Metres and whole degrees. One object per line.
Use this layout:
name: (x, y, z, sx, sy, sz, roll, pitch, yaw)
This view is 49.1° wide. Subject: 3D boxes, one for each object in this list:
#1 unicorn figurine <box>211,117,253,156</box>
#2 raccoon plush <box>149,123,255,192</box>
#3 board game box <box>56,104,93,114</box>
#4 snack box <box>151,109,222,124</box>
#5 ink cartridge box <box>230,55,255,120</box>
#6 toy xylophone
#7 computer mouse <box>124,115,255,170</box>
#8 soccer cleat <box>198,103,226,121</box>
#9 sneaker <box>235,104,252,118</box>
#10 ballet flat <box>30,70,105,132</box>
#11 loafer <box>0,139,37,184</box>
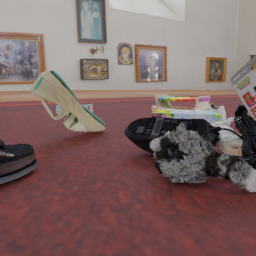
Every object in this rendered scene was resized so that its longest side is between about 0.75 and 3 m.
unicorn figurine: (1.874, 0.161, 5.372, 1.143, 0.614, 1.664, -5, 12, -3)
raccoon plush: (1.009, 0.524, 4.083, 1.568, 0.759, 1.051, 34, 5, 16)
board game box: (-2.250, -0.805, 11.874, 1.268, 0.408, 0.936, 3, 11, 16)
snack box: (1.488, -0.187, 7.538, 1.724, 0.583, 1.454, 3, 8, 5)
ink cartridge box: (2.982, -0.807, 5.254, 0.729, 1.527, 1.739, -24, -11, -19)
toy xylophone: (2.394, -1.186, 13.230, 2.762, 0.694, 2.023, 7, 12, 39)
computer mouse: (1.089, 0.357, 4.835, 2.419, 0.557, 1.698, -2, 26, 10)
soccer cleat: (2.709, -0.527, 9.481, 0.569, 0.637, 1.641, -4, 10, -23)
sneaker: (4.025, -0.559, 9.753, 0.712, 0.600, 1.627, 6, 14, 0)
ballet flat: (-1.422, -0.412, 6.819, 0.846, 0.846, 2.434, 6, -27, 32)
loafer: (-2.295, 0.395, 3.456, 0.911, 0.798, 2.534, 8, 13, 41)
